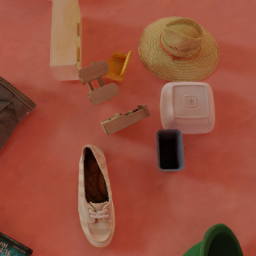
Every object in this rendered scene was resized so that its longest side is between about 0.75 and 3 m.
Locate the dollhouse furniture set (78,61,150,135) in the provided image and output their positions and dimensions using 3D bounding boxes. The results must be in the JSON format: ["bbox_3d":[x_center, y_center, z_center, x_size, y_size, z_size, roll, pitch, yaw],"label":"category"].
[{"bbox_3d":[-0.470,-1.081,8.655,1.433,1.890,2.157,-25,100,-7],"label":"dollhouse furniture set"}]

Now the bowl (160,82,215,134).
[{"bbox_3d":[1.973,-0.744,9.134,1.787,0.668,1.789,1,73,1],"label":"bowl"}]

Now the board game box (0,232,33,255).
[{"bbox_3d":[-4.173,3.659,7.828,2.487,0.350,1.682,24,73,8],"label":"board game box"}]

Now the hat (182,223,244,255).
[{"bbox_3d":[1.587,3.892,7.756,2.643,2.327,2.189,-7,80,-47],"label":"hat"}]

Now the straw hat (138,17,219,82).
[{"bbox_3d":[1.844,-3.070,9.589,2.968,1.256,2.968,0,72,0],"label":"straw hat"}]

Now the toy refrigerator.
[{"bbox_3d":[-2.069,-3.086,9.709,0.945,1.025,2.701,-2,71,-1],"label":"toy refrigerator"}]

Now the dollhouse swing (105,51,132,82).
[{"bbox_3d":[-0.344,-2.213,9.529,0.844,0.816,0.928,16,74,5],"label":"dollhouse swing"}]

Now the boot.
[{"bbox_3d":[-4.434,-0.391,9.004,2.203,0.879,2.423,36,82,13],"label":"boot"}]

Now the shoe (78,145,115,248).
[{"bbox_3d":[-1.000,1.920,8.162,1.049,0.801,2.999,-9,72,-3],"label":"shoe"}]

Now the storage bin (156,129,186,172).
[{"bbox_3d":[1.276,0.755,8.527,0.923,0.852,1.269,-1,72,0],"label":"storage bin"}]
